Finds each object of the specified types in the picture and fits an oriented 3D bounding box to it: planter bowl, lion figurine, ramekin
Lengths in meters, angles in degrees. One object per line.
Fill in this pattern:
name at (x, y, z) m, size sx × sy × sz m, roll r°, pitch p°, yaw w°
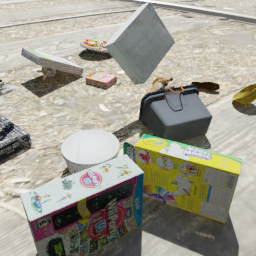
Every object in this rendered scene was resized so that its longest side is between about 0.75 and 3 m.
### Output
planter bowl at (4.996, -1.329, 11.670) m, size 1.186 × 0.494 × 1.186 m, roll -34°, pitch 8°, yaw 5°
lion figurine at (1.237, -1.634, 12.115) m, size 1.228 × 0.726 × 2.005 m, roll 3°, pitch 34°, yaw 45°
ramekin at (-1.102, 0.827, 8.415) m, size 1.712 × 0.797 × 1.712 m, roll 1°, pitch 34°, yaw 0°

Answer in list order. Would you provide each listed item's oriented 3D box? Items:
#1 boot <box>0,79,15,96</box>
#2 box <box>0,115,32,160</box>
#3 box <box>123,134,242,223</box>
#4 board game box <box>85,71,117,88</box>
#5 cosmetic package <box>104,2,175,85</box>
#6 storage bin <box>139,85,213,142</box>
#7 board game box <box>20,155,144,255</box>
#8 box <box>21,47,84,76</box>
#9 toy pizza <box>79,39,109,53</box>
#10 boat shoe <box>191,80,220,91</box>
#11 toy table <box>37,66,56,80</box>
boot at (-4.059, -1.387, 9.219) m, size 0.360 × 0.468 × 0.979 m, roll -6°, pitch 21°, yaw 6°
box at (-4.437, 0.329, 9.433) m, size 1.902 × 0.473 × 1.500 m, roll 26°, pitch 42°, yaw 33°
box at (1.209, 1.202, 7.085) m, size 2.834 × 1.663 × 0.685 m, roll 14°, pitch 34°, yaw 19°
board game box at (-1.284, -2.352, 13.557) m, size 1.231 × 0.285 × 0.932 m, roll 17°, pitch 38°, yaw 24°
cosmetic package at (0.528, -3.153, 10.496) m, size 0.648 × 1.890 × 2.507 m, roll 3°, pitch 50°, yaw 51°
storage bin at (1.766, -0.474, 9.805) m, size 2.291 × 1.667 × 1.539 m, roll -13°, pitch 46°, yaw -18°
board game box at (-0.856, 1.826, 6.073) m, size 2.408 × 1.776 × 0.774 m, roll -20°, pitch 38°, yaw -26°
box at (-3.693, -3.258, 13.806) m, size 1.813 × 0.456 × 2.512 m, roll 32°, pitch 17°, yaw 38°
toy pizza at (-1.737, -5.048, 16.996) m, size 2.431 × 0.385 × 2.431 m, roll 9°, pitch 26°, yaw -5°
boat shoe at (3.582, -2.040, 12.927) m, size 1.319 × 0.483 × 0.413 m, roll 12°, pitch 39°, yaw 18°
toy table at (-4.085, -2.811, 13.921) m, size 0.844 × 0.776 × 0.494 m, roll -3°, pitch 14°, yaw 27°
